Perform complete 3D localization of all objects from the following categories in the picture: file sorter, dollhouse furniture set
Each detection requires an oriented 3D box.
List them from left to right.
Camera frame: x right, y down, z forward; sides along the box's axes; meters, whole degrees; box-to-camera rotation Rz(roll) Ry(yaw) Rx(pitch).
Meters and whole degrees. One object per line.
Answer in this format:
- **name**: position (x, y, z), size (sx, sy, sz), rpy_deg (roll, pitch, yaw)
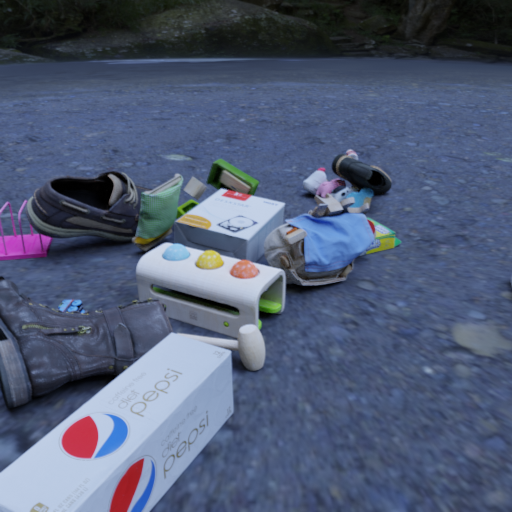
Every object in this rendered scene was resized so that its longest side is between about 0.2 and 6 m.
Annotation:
- **file sorter**: position (-5.153, -0.561, 11.626), size (1.533, 0.961, 1.065), rpy_deg (-5, 25, -10)
- **dollhouse furniture set**: position (-1.238, -1.005, 11.920), size (1.132, 1.465, 2.931), rpy_deg (35, 41, 12)

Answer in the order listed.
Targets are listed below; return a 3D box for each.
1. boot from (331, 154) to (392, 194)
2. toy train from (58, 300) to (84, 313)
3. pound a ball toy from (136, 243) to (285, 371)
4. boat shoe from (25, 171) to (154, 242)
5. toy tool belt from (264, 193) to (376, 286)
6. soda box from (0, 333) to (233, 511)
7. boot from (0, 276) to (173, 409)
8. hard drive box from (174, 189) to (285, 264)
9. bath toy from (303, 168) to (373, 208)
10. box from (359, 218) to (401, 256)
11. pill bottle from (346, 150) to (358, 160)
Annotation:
- **boot**: position (3.021, -1.852, 14.171), size (2.019, 0.782, 1.396), rpy_deg (12, 15, -35)
- **toy train**: position (-3.092, 0.964, 9.190), size (0.385, 0.292, 0.673), rpy_deg (-5, 26, 10)
- **pound a ball toy**: position (-0.740, 0.612, 8.919), size (2.666, 1.133, 1.739), rpy_deg (13, 28, 26)
- **boat shoe**: position (-2.993, -1.057, 11.645), size (3.283, 1.203, 1.223), rpy_deg (-9, 64, -44)
- **toy tool belt**: position (1.433, -0.359, 10.283), size (2.487, 1.528, 1.553), rpy_deg (-18, 75, -24)
- **soda box**: position (-1.367, 2.030, 6.028), size (0.933, 0.998, 2.929), rpy_deg (12, 28, 25)
- **boot**: position (-2.572, 1.065, 8.330), size (2.488, 0.989, 2.857), rpy_deg (-11, 36, -26)
- **hard drive box**: position (-0.512, -0.571, 11.681), size (1.607, 0.792, 2.062), rpy_deg (14, 29, 17)
- **bath toy**: position (2.055, -1.704, 14.346), size (0.886, 0.753, 2.037), rpy_deg (25, 6, -41)
- **box**: position (2.165, -0.389, 11.933), size (1.700, 0.411, 0.997), rpy_deg (-11, 28, -26)
- **pill bottle**: position (3.055, -3.188, 17.977), size (0.347, 0.347, 0.608), rpy_deg (1, 25, 2)
